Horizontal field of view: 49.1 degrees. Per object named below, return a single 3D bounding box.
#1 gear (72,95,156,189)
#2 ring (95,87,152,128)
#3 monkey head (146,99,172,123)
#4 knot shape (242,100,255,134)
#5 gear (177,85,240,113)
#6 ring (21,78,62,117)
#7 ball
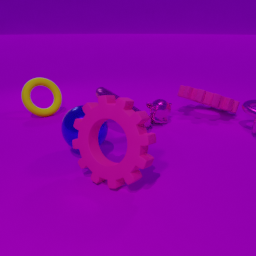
[{"bbox_3d":[-0.283,0.232,4.863,1.564,1.564,0.289,13,12,30],"label":"gear"},{"bbox_3d":[-0.122,-0.563,7.613,1.752,0.350,1.752,33,5,-3],"label":"ring"},{"bbox_3d":[0.812,-0.494,8.093,0.821,0.688,1.141,6,7,40],"label":"monkey head"},{"bbox_3d":[3.528,-0.403,7.219,1.262,0.623,1.348,-57,18,-18],"label":"knot shape"},{"bbox_3d":[2.505,-0.911,8.815,1.857,0.343,1.857,17,8,-2],"label":"gear"},{"bbox_3d":[-2.667,-0.962,8.725,1.245,1.245,0.249,-15,-2,-35],"label":"ring"},{"bbox_3d":[-0.926,0.004,6.015,0.991,0.991,0.991,0,20,0],"label":"ball"}]
